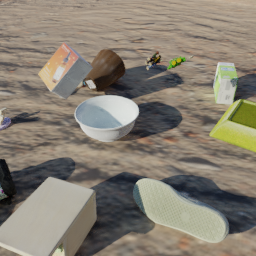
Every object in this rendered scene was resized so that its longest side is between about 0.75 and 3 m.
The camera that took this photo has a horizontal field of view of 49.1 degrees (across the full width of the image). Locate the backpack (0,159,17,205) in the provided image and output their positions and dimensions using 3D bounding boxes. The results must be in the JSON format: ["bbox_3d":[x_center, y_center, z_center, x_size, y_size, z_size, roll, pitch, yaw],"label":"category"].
[{"bbox_3d":[-4.228,1.631,7.948,1.732,1.096,1.445,-20,43,-21],"label":"backpack"}]

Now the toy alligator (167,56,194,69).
[{"bbox_3d":[1.709,-2.271,9.372,0.956,0.283,0.259,-27,75,1],"label":"toy alligator"}]

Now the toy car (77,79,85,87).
[{"bbox_3d":[-2.445,-2.564,14.248,0.860,0.826,0.933,-8,22,7],"label":"toy car"}]

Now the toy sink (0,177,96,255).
[{"bbox_3d":[-1.856,2.423,6.736,1.398,1.202,2.145,12,32,17],"label":"toy sink"}]

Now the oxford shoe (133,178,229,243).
[{"bbox_3d":[1.340,2.177,7.494,2.824,1.062,0.815,18,-3,35],"label":"oxford shoe"}]

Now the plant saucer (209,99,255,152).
[{"bbox_3d":[5.047,-0.176,10.859,2.852,0.683,2.848,22,41,27],"label":"plant saucer"}]

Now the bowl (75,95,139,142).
[{"bbox_3d":[-0.770,-0.222,10.592,2.376,1.068,2.376,0,36,0],"label":"bowl"}]

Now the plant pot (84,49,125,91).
[{"bbox_3d":[-1.309,-2.680,13.843,1.690,1.690,1.808,20,54,26],"label":"plant pot"}]

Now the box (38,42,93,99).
[{"bbox_3d":[-2.508,-2.273,11.178,1.710,0.909,1.302,-49,56,8],"label":"box"}]

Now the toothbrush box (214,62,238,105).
[{"bbox_3d":[4.519,-2.097,13.051,0.772,1.307,1.795,5,35,8],"label":"toothbrush box"}]

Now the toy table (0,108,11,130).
[{"bbox_3d":[-5.214,-0.327,11.129,0.995,0.634,1.083,13,36,17],"label":"toy table"}]

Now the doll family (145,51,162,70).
[{"bbox_3d":[0.988,-2.544,10.555,0.580,0.394,1.003,-38,4,-11],"label":"doll family"}]
